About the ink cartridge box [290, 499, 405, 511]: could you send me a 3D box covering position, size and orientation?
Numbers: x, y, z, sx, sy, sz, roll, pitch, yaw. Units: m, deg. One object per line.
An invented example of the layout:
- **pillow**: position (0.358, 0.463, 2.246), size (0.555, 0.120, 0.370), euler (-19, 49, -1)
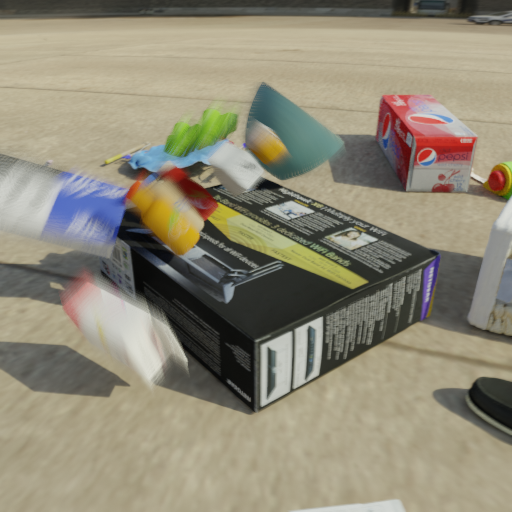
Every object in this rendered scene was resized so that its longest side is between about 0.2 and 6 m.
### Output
- **ink cartridge box**: position (0.902, 2.687, 4.999), size (1.134, 0.323, 0.922), euler (2, 27, -13)

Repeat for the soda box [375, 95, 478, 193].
- **soda box**: position (4.299, -3.096, 14.703), size (1.558, 1.411, 4.450), euler (0, 28, 1)

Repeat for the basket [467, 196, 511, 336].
- **basket**: position (4.444, 0.032, 8.429), size (1.592, 1.749, 2.581), euler (18, 33, 27)

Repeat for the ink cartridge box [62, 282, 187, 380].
- **ink cartridge box**: position (-1.522, 0.923, 6.537), size (1.371, 0.798, 0.463), euler (21, 58, 32)

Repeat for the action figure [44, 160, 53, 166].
- **action figure**: position (-4.561, -1.515, 12.733), size (0.961, 1.069, 1.435), euler (34, -13, -38)

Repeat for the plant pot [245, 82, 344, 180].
- **plant pot**: position (0.499, -2.083, 10.069), size (1.794, 1.209, 1.794), euler (34, 14, -9)

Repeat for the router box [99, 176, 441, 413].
- **router box**: position (-0.009, 0.139, 8.815), size (3.451, 1.146, 4.390), euler (-20, 34, -33)

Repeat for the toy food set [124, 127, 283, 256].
- **toy food set**: position (-0.801, -1.191, 8.168), size (2.486, 1.119, 1.187), euler (-50, 14, -23)

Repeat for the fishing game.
- **fishing game**: position (-1.920, -2.553, 14.633), size (3.902, 0.607, 2.794), euler (2, 27, 21)

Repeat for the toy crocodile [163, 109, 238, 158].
- **toy crocodile**: position (-1.050, -2.221, 10.390), size (1.771, 0.547, 0.598), euler (-14, 61, 32)

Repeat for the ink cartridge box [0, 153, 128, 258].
- **ink cartridge box**: position (-2.997, -0.742, 7.968), size (2.133, 0.472, 1.003), euler (16, 57, -15)

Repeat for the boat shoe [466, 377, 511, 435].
- **boat shoe**: position (3.497, 1.780, 6.272), size (2.159, 0.677, 0.790), euler (17, 34, 32)

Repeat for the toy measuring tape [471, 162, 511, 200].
- **toy measuring tape**: position (5.669, -1.965, 13.250), size (0.828, 0.828, 2.250), euler (-7, 29, -13)
